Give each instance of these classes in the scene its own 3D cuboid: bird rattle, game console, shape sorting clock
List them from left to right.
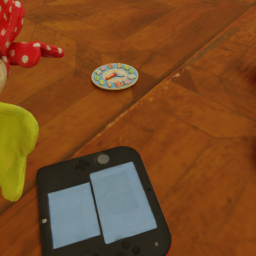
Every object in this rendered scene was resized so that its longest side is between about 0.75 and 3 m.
[{"bbox_3d":[-2.091,-0.467,3.315,2.270,1.569,2.784,-22,50,13],"label":"bird rattle"},{"bbox_3d":[-0.629,1.702,5.986,2.515,0.441,2.843,-11,47,-11],"label":"game console"},{"bbox_3d":[-0.435,-1.748,9.313,1.545,0.303,1.545,0,47,0],"label":"shape sorting clock"}]
